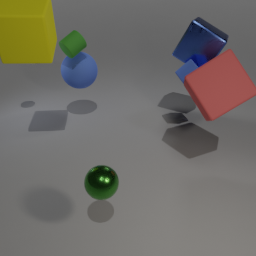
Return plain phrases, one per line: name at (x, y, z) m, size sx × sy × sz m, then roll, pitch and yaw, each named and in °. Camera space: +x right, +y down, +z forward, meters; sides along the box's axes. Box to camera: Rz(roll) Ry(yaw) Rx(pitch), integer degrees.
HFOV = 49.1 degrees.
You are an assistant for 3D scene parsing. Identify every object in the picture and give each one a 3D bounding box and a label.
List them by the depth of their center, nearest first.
ball at (-0.532, 1.097, 5.650) m, size 0.700 × 0.700 × 0.700 m, roll 0°, pitch 30°, yaw 0°
cube at (-2.857, -2.777, 7.871) m, size 1.400 × 1.400 × 1.400 m, roll -2°, pitch 46°, yaw -5°
cube at (2.553, -1.138, 7.983) m, size 1.400 × 1.400 × 1.400 m, roll -32°, pitch -5°, yaw 9°
cube at (2.192, -1.788, 9.669) m, size 0.700 × 0.700 × 0.700 m, roll -39°, pitch 41°, yaw 17°
cylinder at (-1.924, -2.916, 9.772) m, size 0.700 × 0.700 × 0.700 m, roll -45°, pitch 46°, yaw -16°
cube at (2.696, -3.061, 10.361) m, size 1.400 × 1.400 × 1.400 m, roll 34°, pitch 33°, yaw 4°
ball at (-1.874, -2.224, 10.807) m, size 1.400 × 1.400 × 1.400 m, roll 0°, pitch 30°, yaw 0°
